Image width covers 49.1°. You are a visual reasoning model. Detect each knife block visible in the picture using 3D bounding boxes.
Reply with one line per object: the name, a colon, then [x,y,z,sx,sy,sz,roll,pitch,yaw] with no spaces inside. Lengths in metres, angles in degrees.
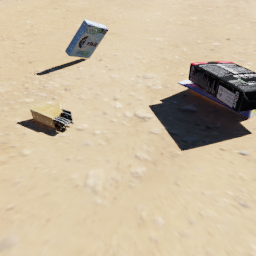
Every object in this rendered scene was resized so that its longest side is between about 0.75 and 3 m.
knife block: [-2.100,-0.254,7.741,1.162,0.372,1.020,-10,41,-8]

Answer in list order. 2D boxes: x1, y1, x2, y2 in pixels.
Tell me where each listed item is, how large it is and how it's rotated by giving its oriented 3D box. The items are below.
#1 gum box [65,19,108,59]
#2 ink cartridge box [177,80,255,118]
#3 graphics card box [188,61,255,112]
gum box: [-1.658,-3.537,11.308,0.340,1.528,1.298,51,30,16]
ink cartridge box: [3.199,-1.149,8.982,2.388,0.561,2.360,-25,44,-29]
graphics card box: [2.997,-1.284,7.974,1.525,0.618,2.431,-8,30,-20]
